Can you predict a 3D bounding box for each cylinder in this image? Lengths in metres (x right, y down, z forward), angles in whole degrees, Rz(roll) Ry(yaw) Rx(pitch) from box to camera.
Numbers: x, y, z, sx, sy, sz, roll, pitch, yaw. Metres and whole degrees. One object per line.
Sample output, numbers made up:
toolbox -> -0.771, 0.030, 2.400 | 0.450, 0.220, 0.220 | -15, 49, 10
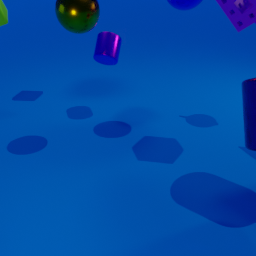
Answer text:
cylinder -> -0.595, -2.307, 8.174 | 0.729, 0.729, 0.729 | 9, -10, 2
cylinder -> 2.676, -0.270, 4.878 | 1.240, 1.240, 1.240 | -5, 3, 0

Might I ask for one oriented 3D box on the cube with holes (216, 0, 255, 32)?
cube with holes -> 2.497, -2.663, 5.643 | 0.840, 0.840, 0.840 | -46, 11, -29

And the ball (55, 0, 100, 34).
ball -> -1.067, -2.492, 5.950 | 0.938, 0.938, 0.938 | 0, 29, 0

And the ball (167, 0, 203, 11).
ball -> 1.336, -3.271, 6.494 | 1.008, 1.008, 1.008 | 0, 29, 0

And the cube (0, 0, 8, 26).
cube -> -2.785, -2.304, 5.295 | 0.710, 0.710, 0.710 | -23, 45, -4
